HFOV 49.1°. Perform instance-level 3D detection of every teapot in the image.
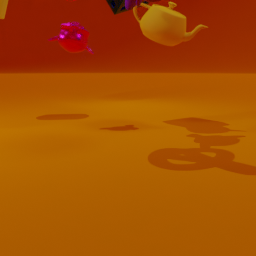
[{"bbox_3d":[0.932,-2.455,6.545,1.793,0.878,1.115,25,30,4],"label":"teapot"}]

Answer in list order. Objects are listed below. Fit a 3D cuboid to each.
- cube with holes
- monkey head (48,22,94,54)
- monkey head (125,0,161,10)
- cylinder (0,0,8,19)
[{"bbox_3d":[0.036,-3.830,6.961,1.198,1.198,1.198,-30,-2,-28],"label":"cube with holes"},{"bbox_3d":[-1.333,-2.230,6.870,1.138,0.686,0.819,14,30,-15],"label":"monkey head"},{"bbox_3d":[0.371,-2.671,5.337,0.917,1.095,1.522,36,57,16],"label":"monkey head"},{"bbox_3d":[-4.055,-3.895,8.075,1.126,1.126,1.126,18,14,-5],"label":"cylinder"}]
